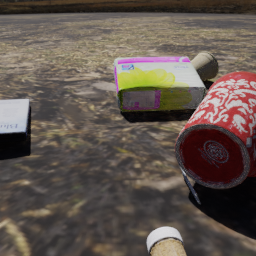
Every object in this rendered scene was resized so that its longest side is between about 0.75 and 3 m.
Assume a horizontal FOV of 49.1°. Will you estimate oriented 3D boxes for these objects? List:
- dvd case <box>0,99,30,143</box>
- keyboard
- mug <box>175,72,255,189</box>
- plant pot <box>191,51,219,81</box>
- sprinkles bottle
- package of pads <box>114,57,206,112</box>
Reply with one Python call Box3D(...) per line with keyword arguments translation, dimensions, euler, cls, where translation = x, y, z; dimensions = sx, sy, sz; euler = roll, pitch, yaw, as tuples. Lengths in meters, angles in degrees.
Box3D(translation=(-3.665, -0.236, 7.280), dimensions=(2.042, 0.251, 2.862), euler=(-4, 23, -16), cls="dvd case")
Box3D(translation=(1.123, 1.016, 5.104), dimensions=(0.047, 0.249, 0.885), euler=(-21, 28, 1), cls="keyboard")
Box3D(translation=(2.185, 0.039, 5.407), dimensions=(2.115, 1.589, 2.382), euler=(16, 33, 27), cls="mug")
Box3D(translation=(2.702, -2.235, 10.849), dimensions=(1.067, 1.166, 1.166), euler=(-31, 39, -29), cls="plant pot")
Box3D(translation=(0.576, 1.822, 3.229), dimensions=(0.477, 0.477, 1.398), euler=(-3, 27, -7), cls="sprinkles bottle")
Box3D(translation=(0.914, -1.431, 8.841), dimensions=(2.640, 0.900, 2.039), euler=(-3, 42, -5), cls="package of pads")
